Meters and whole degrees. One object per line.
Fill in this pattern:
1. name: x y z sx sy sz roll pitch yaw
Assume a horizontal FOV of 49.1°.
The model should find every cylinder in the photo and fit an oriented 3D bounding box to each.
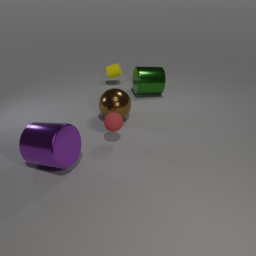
1. cylinder: 1.048 -2.442 14.392 1.400 1.400 1.400 -2 29 -12
2. cylinder: -0.785 -3.189 15.676 0.700 0.700 0.700 -13 27 11
3. cylinder: -2.452 0.528 8.946 1.400 1.400 1.400 3 27 28

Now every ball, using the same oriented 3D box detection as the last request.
1. ball: -0.526 -0.213 10.176 0.700 0.700 0.700 0 29 0
2. ball: -0.553 -0.997 11.963 1.400 1.400 1.400 0 29 0
